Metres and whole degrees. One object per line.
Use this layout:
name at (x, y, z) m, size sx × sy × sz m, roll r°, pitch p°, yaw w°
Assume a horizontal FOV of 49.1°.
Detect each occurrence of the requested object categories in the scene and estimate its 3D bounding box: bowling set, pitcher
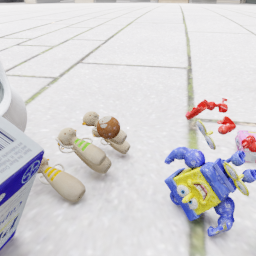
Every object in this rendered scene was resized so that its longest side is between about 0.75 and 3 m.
bowling set at (-0.800, 0.154, 5.913) m, size 1.290 × 1.673 × 2.403 m, roll 32°, pitch 37°, yaw 14°
pitcher at (-2.891, -0.079, 5.908) m, size 1.745 × 2.469 × 2.878 m, roll -25°, pitch -7°, yaw -25°

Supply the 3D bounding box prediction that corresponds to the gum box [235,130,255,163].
gum box at (3.338, 0.477, 6.795) m, size 1.376 × 0.455 × 0.781 m, roll 6°, pitch 30°, yaw 9°

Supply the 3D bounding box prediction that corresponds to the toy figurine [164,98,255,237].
toy figurine at (1.602, 1.117, 5.024) m, size 1.551 × 1.762 × 2.941 m, roll -27°, pitch 81°, yaw -51°

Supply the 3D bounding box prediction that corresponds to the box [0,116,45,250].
box at (-2.329, 1.186, 3.440) m, size 1.188 × 2.264 × 2.082 m, roll 34°, pitch 36°, yaw 5°
